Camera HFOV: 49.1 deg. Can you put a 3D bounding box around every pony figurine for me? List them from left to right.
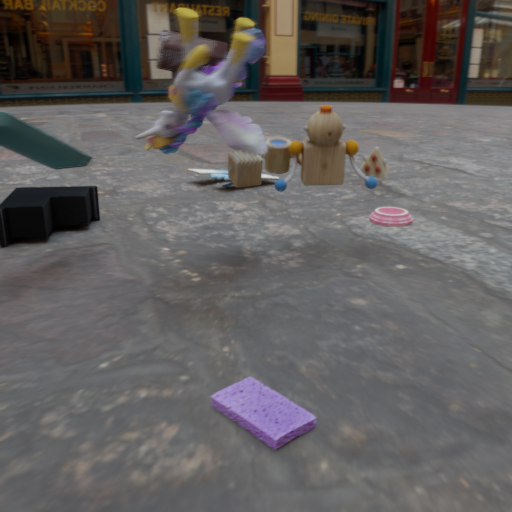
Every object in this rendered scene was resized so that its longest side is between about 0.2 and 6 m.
[{"bbox_3d":[-0.748,-2.732,9.313,2.270,2.351,1.958,-14,55,-42],"label":"pony figurine"}]

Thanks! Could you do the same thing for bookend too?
[{"bbox_3d":[-4.706,-0.952,12.917,1.937,0.892,1.925,-3,21,-10],"label":"bookend"}]

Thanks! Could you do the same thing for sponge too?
[{"bbox_3d":[0.068,1.780,6.434,0.626,0.167,1.122,-16,26,-39],"label":"sponge"}]

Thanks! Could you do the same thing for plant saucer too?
[{"bbox_3d":[-3.966,-1.970,9.932,0.893,0.242,2.554,-3,-8,14],"label":"plant saucer"},{"bbox_3d":[3.363,-0.997,13.962,1.061,0.269,1.061,-1,20,0],"label":"plant saucer"}]

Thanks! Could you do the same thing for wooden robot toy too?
[{"bbox_3d":[1.106,-2.234,10.940,3.339,1.515,1.471,-2,33,-5],"label":"wooden robot toy"}]

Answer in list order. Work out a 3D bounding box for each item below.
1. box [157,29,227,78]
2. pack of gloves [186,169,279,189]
[{"bbox_3d":[-1.178,-3.652,10.233,1.194,0.447,0.598,6,-26,-13],"label":"box"},{"bbox_3d":[-0.773,-2.443,18.001,2.333,0.460,1.960,-5,16,-37],"label":"pack of gloves"}]
